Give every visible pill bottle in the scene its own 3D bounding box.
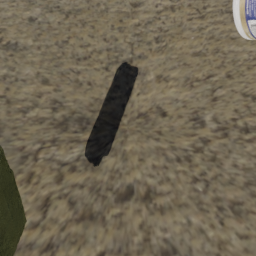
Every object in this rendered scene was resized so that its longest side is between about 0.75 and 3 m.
[{"bbox_3d":[3.538,-2.431,5.098,1.536,1.536,2.765,-43,36,-24],"label":"pill bottle"}]

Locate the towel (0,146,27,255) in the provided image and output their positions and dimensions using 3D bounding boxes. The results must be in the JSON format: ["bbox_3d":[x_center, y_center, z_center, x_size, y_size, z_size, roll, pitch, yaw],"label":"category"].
[{"bbox_3d":[-1.848,1.192,3.836,0.317,1.738,1.290,-3,31,0],"label":"towel"}]
